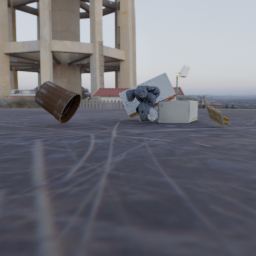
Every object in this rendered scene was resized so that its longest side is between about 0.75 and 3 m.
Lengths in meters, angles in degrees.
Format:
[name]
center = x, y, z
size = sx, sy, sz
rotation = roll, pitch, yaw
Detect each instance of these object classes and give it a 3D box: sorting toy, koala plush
[sorting toy]
center = 2.752, -0.323, 8.485
size = 0.110, 0.614, 0.824
rotation = -37, 42, -12
[koala plush]
center = 0.672, -0.836, 10.227
size = 1.164, 1.266, 1.123
rotation = -4, -3, -31

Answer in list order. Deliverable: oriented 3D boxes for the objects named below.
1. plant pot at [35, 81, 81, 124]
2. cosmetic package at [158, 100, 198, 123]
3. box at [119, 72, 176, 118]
[plant pot]
center = -2.316, -0.901, 9.150
size = 1.138, 1.150, 1.150
rotation = 32, 11, 8
[cosmetic package]
center = 2.064, -0.687, 11.275
size = 1.211, 0.855, 2.339
rotation = 2, 6, 22
[box]
center = 0.835, -1.357, 11.992
size = 2.120, 1.033, 1.319
rotation = -24, -5, 5
